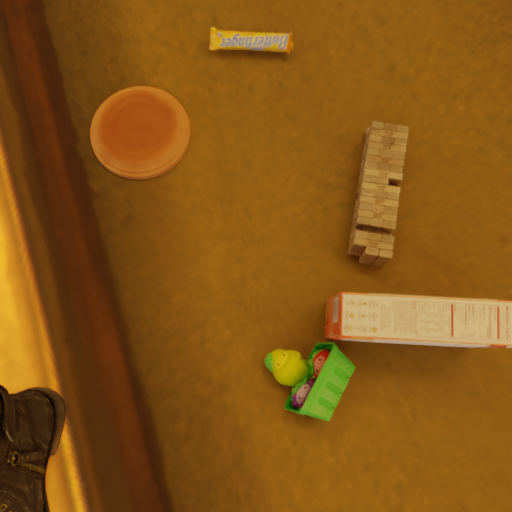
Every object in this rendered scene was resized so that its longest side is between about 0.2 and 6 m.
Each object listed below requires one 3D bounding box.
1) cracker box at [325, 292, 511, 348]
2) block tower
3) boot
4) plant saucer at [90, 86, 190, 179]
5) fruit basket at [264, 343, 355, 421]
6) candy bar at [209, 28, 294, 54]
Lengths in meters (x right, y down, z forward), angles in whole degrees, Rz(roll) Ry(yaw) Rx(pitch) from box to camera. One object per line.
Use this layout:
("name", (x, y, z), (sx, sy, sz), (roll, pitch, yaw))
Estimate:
("cracker box", (2.242, 0.940, 8.073), (2.328, 1.559, 0.671), (4, 81, 0))
("block tower", (1.974, -1.049, 9.058), (0.628, 0.672, 2.324), (10, 75, 2))
("boot", (-3.475, 2.996, 6.873), (1.168, 2.937, 3.373), (4, 76, 1))
("plant saucer", (-1.982, -2.145, 9.499), (1.709, 0.320, 1.709), (0, 76, -1))
("fruit basket", (0.704, 1.751, 8.311), (1.219, 0.879, 1.219), (2, 81, -15))
("candy bar", (-0.074, -3.749, 9.770), (1.478, 0.164, 0.368), (3, 113, 0))
